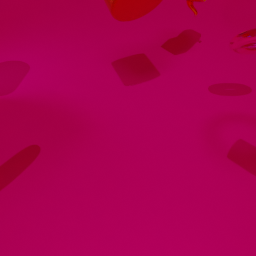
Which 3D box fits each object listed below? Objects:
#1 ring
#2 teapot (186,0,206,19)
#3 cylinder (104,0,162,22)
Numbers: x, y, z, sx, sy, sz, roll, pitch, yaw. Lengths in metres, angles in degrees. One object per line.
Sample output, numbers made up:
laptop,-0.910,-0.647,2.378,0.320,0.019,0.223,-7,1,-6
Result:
ring,2.989,-1.936,6.256,1.369,1.369,0.274,-2,89,-1
teapot,2.220,-4.229,8.303,0.942,1.924,1.196,34,44,8
cylinder,-0.017,-3.126,5.725,1.304,1.304,1.304,-23,81,-20
